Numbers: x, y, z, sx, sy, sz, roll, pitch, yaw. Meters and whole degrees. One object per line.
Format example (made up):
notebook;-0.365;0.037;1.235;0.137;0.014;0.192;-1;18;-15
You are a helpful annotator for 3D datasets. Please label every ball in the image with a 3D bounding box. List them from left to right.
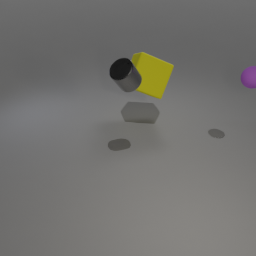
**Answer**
ball;3.933;-1.597;8.838;0.700;0.700;0.700;0;31;0

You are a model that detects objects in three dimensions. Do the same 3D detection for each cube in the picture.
cube;0.765;-2.102;11.283;1.400;1.400;1.400;19;7;-15

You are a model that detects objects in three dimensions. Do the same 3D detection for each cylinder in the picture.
cylinder;-0.059;-1.446;7.709;0.700;0.700;0.700;-10;65;22
